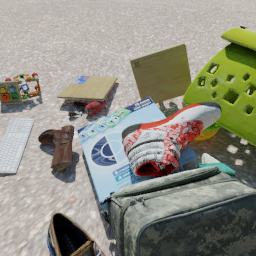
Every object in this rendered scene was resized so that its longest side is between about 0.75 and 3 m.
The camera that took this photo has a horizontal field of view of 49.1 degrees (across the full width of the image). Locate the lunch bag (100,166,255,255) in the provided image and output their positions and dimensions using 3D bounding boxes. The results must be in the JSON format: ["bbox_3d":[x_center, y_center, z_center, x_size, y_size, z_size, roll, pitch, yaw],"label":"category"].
[{"bbox_3d":[0.950,1.788,5.374,2.617,1.823,2.195,-11,12,-14],"label":"lunch bag"}]

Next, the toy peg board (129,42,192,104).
[{"bbox_3d":[1.160,-2.008,10.028,1.905,1.897,0.932,-16,36,4],"label":"toy peg board"}]

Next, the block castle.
[{"bbox_3d":[-4.055,-1.653,10.878,1.247,0.833,0.585,-17,45,-22],"label":"block castle"}]

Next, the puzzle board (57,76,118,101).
[{"bbox_3d":[-1.524,-1.593,11.139,1.787,0.206,2.371,4,29,10],"label":"puzzle board"}]

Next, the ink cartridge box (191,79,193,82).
[{"bbox_3d":[2.438,-1.740,11.383,0.821,0.359,0.597,25,42,29],"label":"ink cartridge box"}]

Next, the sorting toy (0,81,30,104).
[{"bbox_3d":[-4.404,-1.286,10.341,1.505,0.847,0.205,-5,26,-7],"label":"sorting toy"}]

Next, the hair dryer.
[{"bbox_3d":[-1.477,-0.840,10.122,1.453,0.395,1.107,-4,35,-7],"label":"hair dryer"}]

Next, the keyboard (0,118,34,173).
[{"bbox_3d":[-3.490,0.442,8.576,0.735,0.139,2.612,-2,36,-4],"label":"keyboard"}]

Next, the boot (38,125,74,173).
[{"bbox_3d":[-2.118,0.679,8.018,1.317,0.454,1.414,-21,51,21],"label":"boot"}]

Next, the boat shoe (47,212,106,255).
[{"bbox_3d":[-0.801,2.525,5.035,0.912,0.914,2.526,-30,45,-32],"label":"boat shoe"}]

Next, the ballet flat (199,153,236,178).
[{"bbox_3d":[1.825,0.986,7.278,1.925,0.648,0.678,-1,72,1],"label":"ballet flat"}]

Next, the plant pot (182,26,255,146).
[{"bbox_3d":[3.775,-1.192,7.993,2.829,2.567,2.815,1,29,-42],"label":"plant pot"}]

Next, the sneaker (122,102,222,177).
[{"bbox_3d":[1.095,0.313,6.182,2.392,0.799,1.282,-17,48,3],"label":"sneaker"}]

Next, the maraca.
[{"bbox_3d":[2.020,-0.202,8.791,1.354,1.057,1.975,-2,13,-24],"label":"maraca"}]

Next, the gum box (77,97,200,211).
[{"bbox_3d":[0.098,0.533,7.453,2.431,0.637,2.862,-25,39,-3],"label":"gum box"}]
